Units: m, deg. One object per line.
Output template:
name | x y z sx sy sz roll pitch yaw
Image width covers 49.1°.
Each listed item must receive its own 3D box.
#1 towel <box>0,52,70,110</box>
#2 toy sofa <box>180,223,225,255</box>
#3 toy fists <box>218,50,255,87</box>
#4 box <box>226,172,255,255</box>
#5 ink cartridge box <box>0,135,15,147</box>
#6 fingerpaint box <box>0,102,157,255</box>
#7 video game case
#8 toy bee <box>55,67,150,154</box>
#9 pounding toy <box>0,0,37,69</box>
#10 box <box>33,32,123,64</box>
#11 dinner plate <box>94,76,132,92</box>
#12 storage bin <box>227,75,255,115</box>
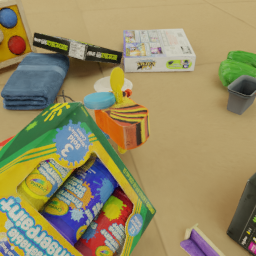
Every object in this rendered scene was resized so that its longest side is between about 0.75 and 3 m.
towel | -2.707 -1.498 8.555 1.520 0.661 2.723 1 38 1
toy sofa | 1.220 1.965 4.462 0.386 0.328 0.792 -22 43 -27
toy fists | 3.587 -1.908 9.023 1.123 0.758 2.203 26 43 18
box | 3.075 1.482 4.123 1.777 1.487 2.393 -28 46 -30
ink cartridge box | -1.866 0.914 5.125 1.650 0.513 2.050 -33 72 -34
fingerpaint box | -0.791 1.081 3.665 0.811 2.212 1.846 1 42 47
video game case | 1.033 -2.930 10.380 2.402 0.602 2.651 0 39 -1
toy bee | -0.284 -0.496 5.893 1.447 1.742 2.662 -23 52 -31
pounding toy | -4.417 -2.816 9.177 1.768 2.289 2.486 19 41 40
box | -1.650 -2.683 9.508 2.230 0.530 2.154 21 20 25
dinner plate | -0.467 -1.375 8.822 1.222 0.148 1.222 1 39 -1
storage bin | 3.215 -0.865 7.700 0.784 0.723 1.077 29 48 32
